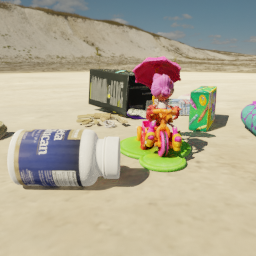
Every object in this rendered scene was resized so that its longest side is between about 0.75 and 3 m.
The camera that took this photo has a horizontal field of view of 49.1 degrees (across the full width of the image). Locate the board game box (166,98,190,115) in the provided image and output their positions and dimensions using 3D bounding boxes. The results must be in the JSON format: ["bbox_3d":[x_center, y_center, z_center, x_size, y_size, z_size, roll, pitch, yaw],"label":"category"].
[{"bbox_3d":[2.754,-1.035,13.435,1.809,0.558,1.810,0,14,1],"label":"board game box"}]

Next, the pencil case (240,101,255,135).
[{"bbox_3d":[4.528,-0.232,9.358,0.962,1.045,2.262,1,14,6],"label":"pencil case"}]

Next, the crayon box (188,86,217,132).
[{"bbox_3d":[2.953,-0.824,10.903,0.695,1.416,2.385,6,15,22],"label":"crayon box"}]

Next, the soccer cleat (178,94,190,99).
[{"bbox_3d":[3.360,-1.366,14.473,1.957,0.684,0.845,10,18,34],"label":"soccer cleat"}]

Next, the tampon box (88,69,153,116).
[{"bbox_3d":[-0.234,-1.801,13.424,2.140,1.803,2.856,-9,20,-41],"label":"tampon box"}]

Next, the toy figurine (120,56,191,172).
[{"bbox_3d":[0.777,-0.572,7.529,2.139,2.623,2.850,-1,15,-4],"label":"toy figurine"}]

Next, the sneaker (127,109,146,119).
[{"bbox_3d":[0.387,-0.555,12.005,0.978,0.340,0.486,13,-26,-19],"label":"sneaker"}]

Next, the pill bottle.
[{"bbox_3d":[-1.229,0.604,5.808,2.112,1.173,1.173,0,14,1],"label":"pill bottle"}]

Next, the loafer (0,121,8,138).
[{"bbox_3d":[-4.756,0.063,8.670,0.892,0.805,2.357,6,16,22],"label":"loafer"}]

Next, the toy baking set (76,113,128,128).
[{"bbox_3d":[-1.048,-0.296,11.292,2.223,0.259,1.706,1,17,6],"label":"toy baking set"}]
